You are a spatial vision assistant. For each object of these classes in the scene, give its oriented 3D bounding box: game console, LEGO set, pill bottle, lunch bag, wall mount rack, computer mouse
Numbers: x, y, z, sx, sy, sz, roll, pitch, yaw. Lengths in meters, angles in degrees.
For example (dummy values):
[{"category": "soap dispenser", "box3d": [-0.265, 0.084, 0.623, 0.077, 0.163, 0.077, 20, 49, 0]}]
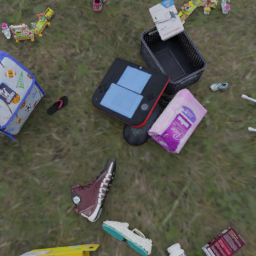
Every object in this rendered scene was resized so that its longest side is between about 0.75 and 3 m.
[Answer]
[{"category": "game console", "box3d": [0.007, -1.508, 11.473, 2.765, 0.429, 2.446, 27, 88, 28]}, {"category": "LEGO set", "box3d": [-4.485, -4.768, 12.767, 2.521, 0.938, 1.160, -27, 76, -8]}, {"category": "pill bottle", "box3d": [1.872, 4.791, 10.173, 0.590, 0.590, 1.014, -24, 74, -7]}, {"category": "lunch bag", "box3d": [-4.721, -1.174, 10.663, 1.832, 2.958, 2.515, 26, 75, 8]}, {"category": "wall mount rack", "box3d": [5.734, -0.592, 11.577, 2.110, 0.905, 2.428, -4, 73, 0]}, {"category": "computer mouse", "box3d": [0.656, -0.527, 11.659, 1.827, 0.695, 2.638, 25, 75, 6]}, {"category": "LEGO set", "box3d": [3.376, -5.818, 13.031, 2.737, 1.019, 1.259, -15, 74, -4]}]

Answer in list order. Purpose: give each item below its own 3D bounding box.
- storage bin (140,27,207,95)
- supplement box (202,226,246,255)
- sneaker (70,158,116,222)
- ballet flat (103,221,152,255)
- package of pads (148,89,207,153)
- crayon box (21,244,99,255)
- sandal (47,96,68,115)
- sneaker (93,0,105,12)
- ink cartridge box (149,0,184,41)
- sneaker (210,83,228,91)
[{"category": "storage bin", "box3d": [1.871, -3.035, 12.107, 1.826, 1.267, 2.702, -28, 76, -8]}, {"category": "supplement box", "box3d": [3.534, 4.372, 10.375, 1.380, 0.420, 0.751, -33, 76, -8]}, {"category": "sneaker", "box3d": [-1.440, 2.176, 10.772, 1.436, 0.941, 2.487, 18, 75, 8]}, {"category": "ballet flat", "box3d": [0.007, 3.981, 10.465, 2.034, 0.730, 0.730, 33, 76, 6]}, {"category": "package of pads", "box3d": [2.012, -0.280, 11.280, 1.402, 0.881, 2.327, 42, 77, -16]}, {"category": "crayon box", "box3d": [-2.286, 4.540, 9.714, 2.511, 1.594, 0.638, -6, 74, -1]}, {"category": "sandal", "box3d": [-3.023, -0.981, 12.028, 1.088, 0.245, 0.409, -41, 78, -11]}, {"category": "sneaker", "box3d": [-1.337, -6.211, 13.435, 0.511, 0.473, 1.267, 11, 74, 3]}, {"category": "ink cartridge box", "box3d": [1.546, -4.307, 11.179, 0.960, 0.563, 1.311, -24, 98, 13]}, {"category": "sneaker", "box3d": [3.969, -1.854, 12.235, 0.775, 0.335, 0.301, -7, 74, -2]}]
